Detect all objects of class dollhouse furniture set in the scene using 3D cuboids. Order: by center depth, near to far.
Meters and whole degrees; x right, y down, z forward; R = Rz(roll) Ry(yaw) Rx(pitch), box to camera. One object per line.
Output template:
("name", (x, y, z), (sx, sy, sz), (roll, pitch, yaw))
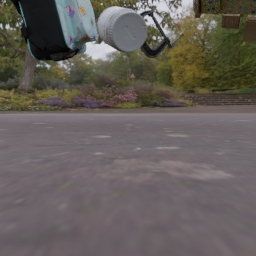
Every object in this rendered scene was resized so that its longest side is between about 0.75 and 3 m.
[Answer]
("dollhouse furniture set", (2.265, -3.138, 7.523), (2.867, 1.594, 2.536), (11, -21, 21))

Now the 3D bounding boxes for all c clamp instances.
("c clamp", (0.955, -3.385, 9.896), (1.884, 1.610, 0.255), (41, -1, -36))

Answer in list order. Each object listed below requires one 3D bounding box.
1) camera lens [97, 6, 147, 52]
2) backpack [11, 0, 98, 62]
("camera lens", (-0.157, -2.230, 6.322), (0.900, 0.900, 1.125), (-1, 26, -22))
("backpack", (-1.940, -3.115, 8.044), (1.949, 2.235, 2.543), (-17, 10, -1))
